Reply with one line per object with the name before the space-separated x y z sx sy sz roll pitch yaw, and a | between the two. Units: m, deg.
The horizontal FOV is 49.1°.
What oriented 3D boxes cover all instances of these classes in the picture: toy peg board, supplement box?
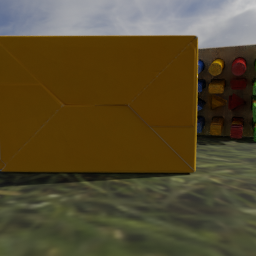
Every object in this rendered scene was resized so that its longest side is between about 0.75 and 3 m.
toy peg board | 2.762 -0.867 7.824 2.656 2.667 1.304 2 21 22
supplement box | -0.441 -0.451 5.391 2.906 1.956 2.947 0 5 1
